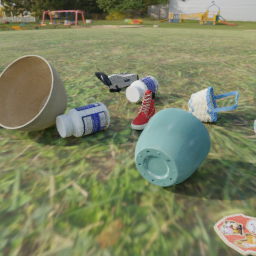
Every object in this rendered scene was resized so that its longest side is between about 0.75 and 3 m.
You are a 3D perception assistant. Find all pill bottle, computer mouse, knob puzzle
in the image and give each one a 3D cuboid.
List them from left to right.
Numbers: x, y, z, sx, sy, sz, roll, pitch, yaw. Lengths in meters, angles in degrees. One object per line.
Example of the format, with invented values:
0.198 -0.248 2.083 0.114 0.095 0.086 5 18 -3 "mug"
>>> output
-1.749 -0.277 10.849 1.858 1.112 1.112 -17 30 -32 "pill bottle"
-0.800 -2.035 12.139 1.313 0.302 0.922 50 28 21 "computer mouse"
0.725 -1.977 14.472 1.081 1.081 1.806 16 30 30 "pill bottle"
2.627 2.344 6.378 1.392 0.193 1.392 0 26 0 "knob puzzle"

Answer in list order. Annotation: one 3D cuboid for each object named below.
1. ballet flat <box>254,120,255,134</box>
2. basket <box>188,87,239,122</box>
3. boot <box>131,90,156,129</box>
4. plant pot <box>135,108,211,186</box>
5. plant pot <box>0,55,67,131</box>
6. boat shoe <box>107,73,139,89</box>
6.000 -0.223 10.855 2.502 0.890 0.865 -8 -7 -13 "ballet flat"
3.671 -1.045 11.971 1.973 1.372 1.740 -13 18 30 "basket"
0.659 -0.823 11.686 0.693 1.381 1.915 10 28 21 "boot"
1.136 0.685 7.963 2.010 2.010 1.613 14 36 27 "plant pot"
-3.601 -1.108 11.221 2.954 2.954 1.983 14 -10 27 "plant pot"
-0.568 -2.843 16.770 2.340 0.874 1.085 -11 18 -35 "boat shoe"
